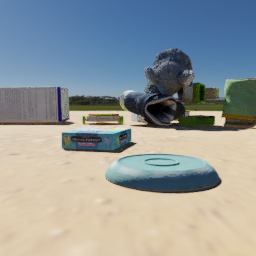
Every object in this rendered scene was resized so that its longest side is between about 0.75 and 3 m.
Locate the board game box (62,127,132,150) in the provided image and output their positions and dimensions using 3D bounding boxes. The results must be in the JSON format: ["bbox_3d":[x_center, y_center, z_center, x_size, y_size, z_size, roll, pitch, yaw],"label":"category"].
[{"bbox_3d":[-0.474,0.147,4.699,0.838,0.261,1.110,1,4,14],"label":"board game box"}]

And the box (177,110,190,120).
[{"bbox_3d":[1.879,-0.688,14.479,2.054,0.507,1.640,4,7,42],"label":"box"}]

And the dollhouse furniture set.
[{"bbox_3d":[2.906,-0.815,9.022,1.177,1.537,2.345,-2,4,-40],"label":"dollhouse furniture set"}]

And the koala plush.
[{"bbox_3d":[1.490,-1.875,10.161,1.990,2.062,2.244,9,15,12],"label":"koala plush"}]

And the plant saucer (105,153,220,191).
[{"bbox_3d":[0.305,0.367,2.587,1.037,0.142,1.037,1,5,0],"label":"plant saucer"}]

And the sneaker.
[{"bbox_3d":[1.421,-0.628,10.169,2.910,1.106,2.102,6,8,-32],"label":"sneaker"}]

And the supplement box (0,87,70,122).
[{"bbox_3d":[-4.098,-0.990,11.924,2.899,1.498,1.467,-2,5,0],"label":"supplement box"}]

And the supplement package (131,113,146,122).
[{"bbox_3d":[0.729,-0.807,12.653,0.994,0.991,1.695,-1,4,-9],"label":"supplement package"}]

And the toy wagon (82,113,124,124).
[{"bbox_3d":[-1.020,-0.379,10.935,1.524,0.389,1.964,0,4,-10],"label":"toy wagon"}]
